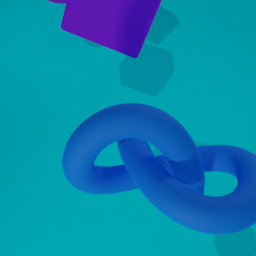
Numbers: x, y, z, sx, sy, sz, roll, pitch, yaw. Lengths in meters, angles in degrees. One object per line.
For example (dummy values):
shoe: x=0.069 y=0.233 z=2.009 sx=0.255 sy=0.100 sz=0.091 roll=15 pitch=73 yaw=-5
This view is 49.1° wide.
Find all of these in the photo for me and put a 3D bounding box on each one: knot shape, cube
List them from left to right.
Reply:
cube: x=-0.183 y=-2.003 z=4.295 sx=1.208 sy=1.208 sz=1.208 roll=19 pitch=32 yaw=-10
knot shape: x=0.335 y=0.439 z=2.993 sx=1.888 sy=1.766 sz=0.872 roll=16 pitch=80 yaw=0

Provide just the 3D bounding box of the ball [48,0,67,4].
ball: x=-1.478 y=-3.294 z=5.928 sx=1.221 sy=1.221 sz=1.221 roll=0 pitch=62 yaw=0
